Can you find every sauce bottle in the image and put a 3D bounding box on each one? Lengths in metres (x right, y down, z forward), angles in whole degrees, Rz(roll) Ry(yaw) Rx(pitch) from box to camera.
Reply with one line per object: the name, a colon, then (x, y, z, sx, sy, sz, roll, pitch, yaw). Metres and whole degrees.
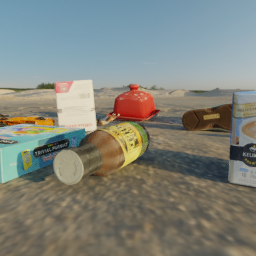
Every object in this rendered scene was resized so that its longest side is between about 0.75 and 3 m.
sauce bottle: (-0.331, 0.392, 4.973, 0.818, 0.818, 2.527, 3, 9, 21)

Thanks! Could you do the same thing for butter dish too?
butter dish: (0.311, -1.349, 14.050, 2.279, 1.689, 2.285, 7, 17, 24)

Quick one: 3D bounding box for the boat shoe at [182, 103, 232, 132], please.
boat shoe: (3.452, -0.386, 10.189, 2.839, 1.048, 1.050, 2, 2, 20)

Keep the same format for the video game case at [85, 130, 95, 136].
video game case: (-0.815, 0.223, 8.842, 1.034, 0.135, 1.136, 2, 8, 19)

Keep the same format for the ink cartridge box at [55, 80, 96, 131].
ink cartridge box: (-1.776, -0.715, 9.576, 1.249, 1.705, 0.706, -5, 0, -7)

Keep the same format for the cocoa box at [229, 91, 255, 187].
cocoa box: (2.818, 0.156, 4.200, 2.184, 1.433, 1.457, 5, 9, 36)

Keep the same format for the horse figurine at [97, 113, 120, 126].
horse figurine: (-0.894, -0.364, 11.841, 1.195, 0.298, 0.792, -21, 11, 29)

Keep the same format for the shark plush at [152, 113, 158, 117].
shark plush: (0.572, -0.898, 15.542, 2.131, 0.968, 0.888, 1, 36, -30)

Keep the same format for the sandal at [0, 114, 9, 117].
sandal: (-7.254, -0.735, 16.023, 0.802, 0.192, 0.302, -4, 8, -29)

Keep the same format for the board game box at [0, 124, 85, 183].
board game box: (-2.355, 0.375, 5.820, 1.928, 0.599, 2.554, 3, 8, 21)

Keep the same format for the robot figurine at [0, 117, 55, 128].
robot figurine: (-3.450, -0.036, 8.966, 2.114, 0.615, 1.533, -1, 7, -11)
